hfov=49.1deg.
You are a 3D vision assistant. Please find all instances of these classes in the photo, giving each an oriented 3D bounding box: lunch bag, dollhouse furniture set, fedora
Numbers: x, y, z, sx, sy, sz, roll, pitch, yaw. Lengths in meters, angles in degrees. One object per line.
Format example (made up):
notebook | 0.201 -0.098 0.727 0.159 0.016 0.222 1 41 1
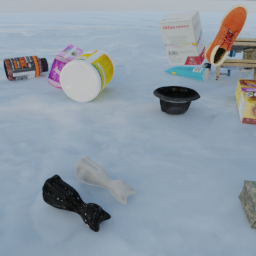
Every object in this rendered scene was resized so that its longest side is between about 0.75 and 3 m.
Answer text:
lunch bag | 2.706 1.444 5.179 1.007 0.592 0.826 7 30 1
dollhouse furniture set | 4.998 -2.996 12.916 1.811 1.801 2.570 6 4 14
fedora | 1.609 -0.887 9.438 1.624 0.742 1.624 3 25 -1

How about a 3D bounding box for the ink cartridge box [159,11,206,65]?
ink cartridge box | 2.057 -3.285 10.373 1.315 1.804 0.747 9 50 34

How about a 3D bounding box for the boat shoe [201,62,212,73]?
boat shoe | 3.622 -2.866 13.508 1.086 0.504 0.406 -21 34 -36

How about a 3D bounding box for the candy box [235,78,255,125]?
candy box | 4.601 -0.927 9.560 1.524 0.738 2.612 8 30 12

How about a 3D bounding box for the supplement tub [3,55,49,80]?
supplement tub | -4.650 -2.795 12.858 1.852 0.990 0.990 -16 31 -27

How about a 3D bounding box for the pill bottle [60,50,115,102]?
pill bottle | -1.440 -2.218 11.134 1.565 1.565 2.775 6 28 11

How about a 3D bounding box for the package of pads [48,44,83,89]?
package of pads | -2.710 -2.721 12.246 0.870 1.385 2.298 22 26 -10

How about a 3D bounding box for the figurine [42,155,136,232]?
figurine | -0.704 1.284 5.603 1.392 0.614 1.427 26 36 27

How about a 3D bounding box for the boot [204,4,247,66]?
boot | 3.055 -2.774 8.560 0.712 1.897 1.017 24 29 -3

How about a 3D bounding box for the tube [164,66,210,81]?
tube | 2.748 -2.657 13.157 0.852 0.554 2.199 -20 29 -38
